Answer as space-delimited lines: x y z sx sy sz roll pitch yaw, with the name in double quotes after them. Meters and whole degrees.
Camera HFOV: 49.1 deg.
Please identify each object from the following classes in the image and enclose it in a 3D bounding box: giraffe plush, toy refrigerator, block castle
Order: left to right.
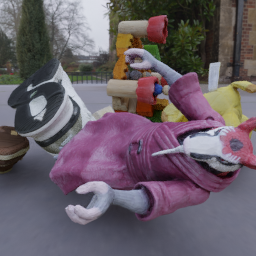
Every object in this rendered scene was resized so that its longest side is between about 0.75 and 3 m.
-0.747 -0.203 7.730 0.550 0.507 1.449 -29 4 13 "toy refrigerator"
0.546 -0.904 5.836 1.185 1.688 2.526 6 -14 15 "block castle"
1.544 0.063 4.735 1.560 1.808 1.466 17 -12 44 "giraffe plush"

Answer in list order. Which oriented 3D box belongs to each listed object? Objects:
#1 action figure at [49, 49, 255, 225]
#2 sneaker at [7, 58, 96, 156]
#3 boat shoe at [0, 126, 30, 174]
0.263 0.345 2.579 1.725 1.552 2.316 40 -25 -28 "action figure"
-1.044 -0.106 4.734 1.071 1.633 2.839 -39 31 1 "sneaker"
-1.918 0.421 4.456 0.662 0.663 1.793 12 5 -13 "boat shoe"
